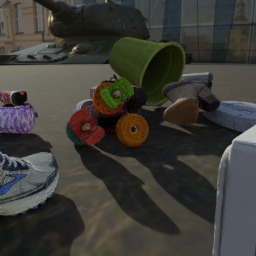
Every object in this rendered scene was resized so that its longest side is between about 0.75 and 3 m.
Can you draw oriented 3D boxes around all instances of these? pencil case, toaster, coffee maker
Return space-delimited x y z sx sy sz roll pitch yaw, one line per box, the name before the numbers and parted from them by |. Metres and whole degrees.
pencil case | -3.396 -0.260 7.437 1.798 0.769 0.754 1 29 8
toaster | 2.914 -1.744 12.015 1.389 1.222 2.151 1 12 17
coffee maker | -0.447 -1.478 11.031 1.302 0.913 1.355 -28 -4 34

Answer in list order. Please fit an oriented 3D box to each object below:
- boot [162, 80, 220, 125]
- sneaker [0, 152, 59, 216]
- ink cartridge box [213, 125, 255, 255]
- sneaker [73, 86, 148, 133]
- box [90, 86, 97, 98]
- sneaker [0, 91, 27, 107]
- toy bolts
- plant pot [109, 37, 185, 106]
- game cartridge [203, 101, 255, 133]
boot | 1.549 -0.851 8.325 2.213 0.777 1.618 -12 34 -29
sneaker | -1.764 0.646 3.683 0.924 1.021 2.397 7 16 23
ink cartridge box | 1.700 0.939 1.404 2.303 1.665 0.970 12 20 38
sneaker | -0.091 -0.432 8.035 2.663 1.008 1.538 -24 32 -34
box | -0.329 -1.755 13.379 2.418 0.498 1.885 6 18 16
sneaker | -4.672 -1.167 11.107 0.951 0.593 1.775 -3 12 -7
toy bolts | -0.585 -0.087 6.588 1.745 1.667 1.210 -35 7 -24
plant pot | 0.545 -2.478 11.027 2.480 2.480 2.355 -15 38 -43
game cartridge | 3.458 -0.392 8.507 1.737 0.533 2.609 0 15 -13
